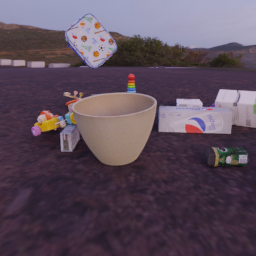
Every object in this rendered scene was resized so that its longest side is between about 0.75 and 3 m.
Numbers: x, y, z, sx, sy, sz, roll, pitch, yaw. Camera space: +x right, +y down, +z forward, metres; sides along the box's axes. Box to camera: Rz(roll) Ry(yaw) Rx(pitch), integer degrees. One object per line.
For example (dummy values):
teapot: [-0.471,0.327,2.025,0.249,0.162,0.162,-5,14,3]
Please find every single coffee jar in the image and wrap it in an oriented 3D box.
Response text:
coffee jar: [2.566,0.764,7.433,1.057,0.451,0.551,1,19,0]

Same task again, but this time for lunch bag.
lunch bag: [-1.754,-3.948,12.845,1.809,2.258,0.853,-42,16,-2]

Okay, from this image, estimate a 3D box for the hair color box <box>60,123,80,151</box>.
hair color box: [-1.832,0.274,8.924,0.358,0.585,1.181,0,16,1]

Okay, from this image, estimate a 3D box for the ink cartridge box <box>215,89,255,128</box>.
ink cartridge box: [4.451,-0.757,10.988,1.817,1.322,0.763,10,53,29]

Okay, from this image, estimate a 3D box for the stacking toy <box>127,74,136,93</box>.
stacking toy: [0.210,-2.603,17.466,0.635,1.487,0.635,0,16,0]

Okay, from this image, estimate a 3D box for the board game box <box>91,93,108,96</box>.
board game box: [-1.299,-1.776,16.768,1.281,0.277,1.904,-7,17,-26]

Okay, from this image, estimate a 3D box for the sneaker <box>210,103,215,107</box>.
sneaker: [3.865,-0.860,12.764,1.258,0.556,0.506,-11,18,15]

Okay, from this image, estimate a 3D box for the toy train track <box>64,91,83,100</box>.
toy train track: [-2.158,-1.545,14.410,2.307,0.375,1.323,14,4,-33]

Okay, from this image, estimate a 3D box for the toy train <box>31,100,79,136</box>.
toy train: [-2.261,-0.476,9.805,2.773,0.771,2.083,-14,10,18]

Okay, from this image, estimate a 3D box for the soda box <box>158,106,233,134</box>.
soda box: [2.474,-0.319,10.561,2.643,0.838,0.902,2,16,6]

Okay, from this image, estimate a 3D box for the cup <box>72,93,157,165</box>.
cup: [-0.324,0.064,7.642,2.220,1.588,2.220,-2,22,1]

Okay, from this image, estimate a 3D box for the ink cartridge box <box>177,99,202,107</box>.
ink cartridge box: [3.232,-1.281,14.944,1.286,0.400,1.598,2,11,8]
